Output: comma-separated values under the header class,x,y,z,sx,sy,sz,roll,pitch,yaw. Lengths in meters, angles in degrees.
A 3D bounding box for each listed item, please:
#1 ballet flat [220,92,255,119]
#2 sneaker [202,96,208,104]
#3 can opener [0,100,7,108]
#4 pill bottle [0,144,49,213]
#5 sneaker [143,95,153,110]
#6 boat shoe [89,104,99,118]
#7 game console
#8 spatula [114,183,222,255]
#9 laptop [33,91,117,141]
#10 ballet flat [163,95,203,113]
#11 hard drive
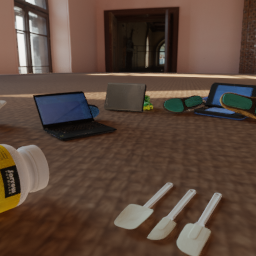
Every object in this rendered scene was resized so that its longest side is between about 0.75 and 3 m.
class,x,y,z,sx,sy,sz,roll,pitch,yaw
ballet flat,4.716,-0.769,10.566,2.474,0.849,0.780,22,-5,16
sneaker,4.292,-1.534,14.477,1.499,0.578,0.568,-9,18,-28
can opener,-4.709,-0.253,8.977,0.726,0.916,2.756,-4,23,4
pill bottle,-2.154,0.809,4.123,1.016,1.016,1.807,13,19,42
sneaker,0.776,-1.212,13.049,0.561,0.633,1.514,-2,15,-11
boat shoe,-2.000,-0.763,10.411,1.944,0.818,0.667,3,39,-35
game console,4.061,-1.176,11.653,2.078,1.229,1.773,12,18,40
spatula,0.722,1.226,4.275,1.228,0.142,1.766,7,16,29
laptop,-1.755,-0.490,9.140,1.923,1.121,2.170,-11,18,-36
ballet flat,2.331,-0.991,12.317,2.023,0.739,0.739,-12,18,-21
hard drive,-0.135,-1.388,12.577,1.795,1.253,0.295,5,-11,19
